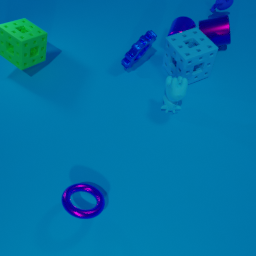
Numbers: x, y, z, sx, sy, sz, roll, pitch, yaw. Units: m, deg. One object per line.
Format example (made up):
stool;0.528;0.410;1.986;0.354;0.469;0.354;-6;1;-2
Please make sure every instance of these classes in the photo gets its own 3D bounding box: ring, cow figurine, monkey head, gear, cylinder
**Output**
ring;-1.090;1.775;6.884;1.082;0.216;1.082;14;30;-9
cow figurine;1.415;-0.970;8.553;0.675;1.210;1.230;1;15;-6
monkey head;3.729;-5.060;10.980;1.095;0.660;0.787;-22;79;19
gear;0.380;-2.698;9.700;0.280;1.512;1.512;44;65;0
cylinder;3.211;-3.545;10.377;1.045;1.045;1.045;-6;54;19
cylinder;2.011;-3.517;10.569;0.970;0.970;0.970;15;58;10

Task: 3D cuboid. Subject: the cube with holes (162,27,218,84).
cube with holes;2.083;-2.432;9.656;1.249;1.249;1.249;-22;57;-14

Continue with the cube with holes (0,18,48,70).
cube with holes;-3.537;-2.835;9.442;1.084;1.084;1.084;35;44;14
